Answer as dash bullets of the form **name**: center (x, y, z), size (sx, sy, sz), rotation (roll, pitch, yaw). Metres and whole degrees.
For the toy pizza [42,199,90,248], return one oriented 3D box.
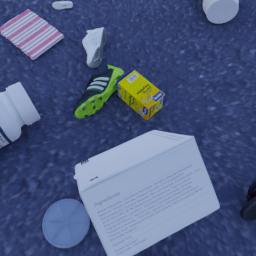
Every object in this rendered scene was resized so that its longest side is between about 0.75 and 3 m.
- **toy pizza**: center (-1.603, 2.474, 7.307), size (1.227, 0.194, 1.227), rotation (0, 64, 0)

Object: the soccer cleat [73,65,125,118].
- **soccer cleat**: center (-1.023, -1.182, 8.954), size (0.936, 0.780, 2.310), rotation (30, 60, 24)

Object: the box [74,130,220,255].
- **box**: center (0.226, 1.284, 6.409), size (2.480, 2.467, 1.621), rotation (-24, 98, -11)

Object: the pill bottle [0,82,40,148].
- **pill bottle**: center (-4.100, -0.096, 7.819), size (2.967, 1.647, 1.647), rotation (-30, 66, -15)

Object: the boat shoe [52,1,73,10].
- **boat shoe**: center (-2.586, -4.909, 11.107), size (0.800, 0.288, 0.274), rotation (-7, 41, 4)

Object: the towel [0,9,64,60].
- **towel**: center (-3.582, -3.470, 10.361), size (2.070, 0.310, 1.515), rotation (39, 69, 15)

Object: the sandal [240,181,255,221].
- **sandal**: center (3.821, 1.621, 7.469), size (2.581, 0.970, 0.618), rotation (-26, 41, -21)

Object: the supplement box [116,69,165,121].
- **supplement box**: center (0.366, -1.053, 8.815), size (0.762, 0.758, 1.392), rotation (-41, 70, -19)

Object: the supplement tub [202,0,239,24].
- **supplement tub**: center (3.442, -5.027, 10.575), size (1.286, 1.286, 1.832), rotation (2, 63, 1)

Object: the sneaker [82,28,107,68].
- **sneaker**: center (-1.247, -2.802, 9.861), size (0.733, 0.644, 1.830), rotation (2, 56, 10)
